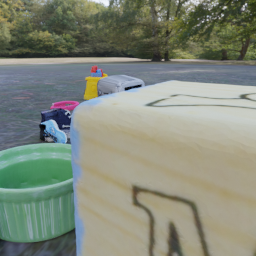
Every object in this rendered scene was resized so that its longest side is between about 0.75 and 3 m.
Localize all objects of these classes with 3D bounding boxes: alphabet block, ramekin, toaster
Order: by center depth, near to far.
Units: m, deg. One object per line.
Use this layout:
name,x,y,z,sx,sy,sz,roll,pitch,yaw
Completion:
alphabet block,1.020,0.766,2.863,2.288,2.247,2.235,10,20,31
ramekin,-1.452,0.972,4.554,1.866,0.912,1.866,0,16,0
toaster,-0.240,-1.808,13.564,2.357,1.339,1.522,-16,26,-40

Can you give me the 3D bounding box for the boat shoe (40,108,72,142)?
boat shoe,-1.774,-0.199,8.673,1.938,0.899,0.724,-12,20,-35

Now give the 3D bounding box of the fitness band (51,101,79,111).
fitness band,-2.833,-0.991,12.636,0.977,0.255,1.361,12,21,35

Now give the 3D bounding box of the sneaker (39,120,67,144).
sneaker,-2.069,0.214,7.636,0.499,0.435,1.110,-8,40,-46

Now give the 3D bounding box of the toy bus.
toy bus,-1.526,-2.339,14.615,1.258,1.779,1.853,2,15,12
